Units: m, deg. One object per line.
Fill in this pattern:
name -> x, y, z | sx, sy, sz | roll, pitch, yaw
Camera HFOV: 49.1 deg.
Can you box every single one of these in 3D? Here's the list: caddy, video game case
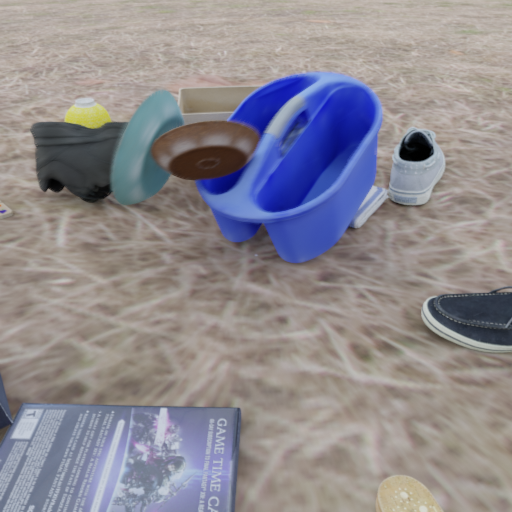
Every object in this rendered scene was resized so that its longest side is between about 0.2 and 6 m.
caddy -> 0.524, -1.485, 8.333 | 2.260, 1.678, 3.196 | 20, 59, 26
video game case -> -1.282, 1.964, 4.979 | 2.219, 0.211, 1.586 | 1, 31, 1

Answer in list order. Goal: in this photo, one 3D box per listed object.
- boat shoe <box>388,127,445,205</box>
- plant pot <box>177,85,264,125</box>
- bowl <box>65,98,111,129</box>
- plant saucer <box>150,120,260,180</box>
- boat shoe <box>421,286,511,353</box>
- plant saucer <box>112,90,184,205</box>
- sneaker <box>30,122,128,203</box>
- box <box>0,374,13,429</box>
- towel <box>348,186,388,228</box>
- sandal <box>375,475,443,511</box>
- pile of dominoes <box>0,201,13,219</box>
boat shoe -> 3.117, -1.904, 10.653 | 0.959, 0.979, 2.750 | 11, 33, 17
plant pot -> -0.530, -2.214, 10.617 | 1.766, 1.564, 1.764 | -3, 31, -4
bowl -> -4.152, -3.513, 13.719 | 1.109, 0.596, 1.109 | 0, 30, 0
plant saucer -> -0.620, -1.264, 7.088 | 1.400, 0.256, 1.400 | -9, -13, -2
boat shoe -> 3.233, 0.675, 6.590 | 2.466, 0.768, 0.920 | 6, 33, 12
plant saucer -> -1.374, -1.397, 7.578 | 0.294, 1.636, 1.636 | 24, 35, 8
sneaker -> -2.557, -1.603, 9.704 | 3.068, 1.392, 1.165 | 5, 5, 26
box -> -3.148, 1.314, 5.458 | 1.141, 0.652, 1.253 | -25, 38, -18
towel -> 1.202, -1.018, 9.932 | 1.945, 0.231, 1.428 | 16, 36, 28
sandal -> 1.511, 2.285, 3.996 | 0.733, 0.658, 2.000 | -12, 33, -19
pile of dominoes -> -5.556, -0.980, 9.722 | 1.796, 0.367, 2.304 | -24, 38, -35
